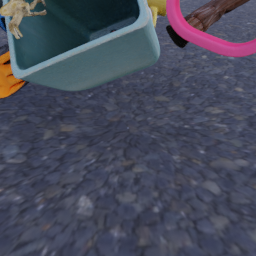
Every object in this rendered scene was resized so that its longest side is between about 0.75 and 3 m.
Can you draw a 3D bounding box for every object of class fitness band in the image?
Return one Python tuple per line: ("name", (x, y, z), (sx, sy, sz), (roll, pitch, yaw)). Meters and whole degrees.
("fitness band", (1.982, -2.551, 5.959), (2.509, 1.802, 0.470), (30, 42, 19))

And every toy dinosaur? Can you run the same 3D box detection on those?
("toy dinosaur", (-1.456, -1.696, 3.803), (0.593, 0.341, 1.173), (-20, 53, -2))

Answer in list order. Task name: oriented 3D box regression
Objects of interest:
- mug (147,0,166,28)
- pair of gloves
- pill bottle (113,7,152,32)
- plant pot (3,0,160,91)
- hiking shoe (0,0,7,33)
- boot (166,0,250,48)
("mug", (0.415, -4.325, 8.498), (1.790, 1.746, 2.180), (9, 52, -1))
("pair of gloves", (-2.960, -1.669, 5.293), (2.209, 2.480, 0.307), (-18, 24, 24))
("pill bottle", (-0.918, -2.924, 6.882), (2.869, 1.610, 1.610), (16, 19, -37))
("plant pot", (-0.569, -1.865, 5.106), (2.201, 2.195, 2.242), (-18, -15, 17))
("hiking shoe", (-3.265, -2.942, 8.024), (0.965, 1.125, 2.595), (-22, 1, -8))
("boot", (2.434, -3.363, 8.043), (2.441, 0.784, 2.275), (-38, 19, -1))
